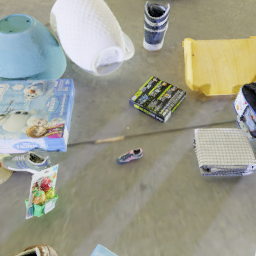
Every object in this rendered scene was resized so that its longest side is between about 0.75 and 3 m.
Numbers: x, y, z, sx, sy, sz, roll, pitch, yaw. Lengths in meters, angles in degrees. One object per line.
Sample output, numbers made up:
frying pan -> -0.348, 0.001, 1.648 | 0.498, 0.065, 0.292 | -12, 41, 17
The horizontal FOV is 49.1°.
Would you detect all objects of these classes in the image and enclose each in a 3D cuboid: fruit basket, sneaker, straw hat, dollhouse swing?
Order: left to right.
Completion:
sneaker -> -2.873, 3.156, 5.684 | 2.851, 1.077, 1.004 | -25, 56, -19
straw hat -> -3.857, 1.023, 7.719 | 1.264, 0.535, 1.264 | 0, 51, 0
sneaker -> -2.756, 0.866, 7.663 | 1.400, 0.629, 0.469 | 14, 31, 3
fruit basket -> -1.994, 1.506, 6.696 | 0.518, 1.105, 1.023 | 20, 12, 16
sneaker -> 0.033, 0.776, 8.035 | 0.818, 0.336, 0.287 | -20, 55, -15
sneaker -> 1.192, -4.691, 11.523 | 1.046, 1.620, 2.986 | 6, 52, 4
dollhouse swing -> 3.328, -2.366, 10.439 | 2.594, 2.281, 2.358 | -3, 93, -3

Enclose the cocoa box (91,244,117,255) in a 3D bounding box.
cocoa box -> -0.220, 3.287, 5.620 | 1.537, 1.008, 1.025 | 25, 56, 19

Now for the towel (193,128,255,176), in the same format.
towel -> 2.655, 0.706, 7.906 | 1.559, 0.667, 1.291 | -1, 54, -2

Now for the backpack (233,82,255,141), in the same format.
backpack -> 4.089, -0.541, 8.399 | 1.850, 1.425, 1.762 | -4, 57, -16

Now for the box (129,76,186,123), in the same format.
box -> 1.003, -1.000, 9.443 | 1.408, 0.346, 1.458 | 28, 57, 23

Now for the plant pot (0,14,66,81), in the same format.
plant pot -> -3.747, -2.890, 9.974 | 2.745, 1.849, 2.745 | 0, 52, 0

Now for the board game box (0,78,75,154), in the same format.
board game box -> -3.226, -0.459, 8.575 | 2.879, 0.627, 2.893 | -3, 43, -2

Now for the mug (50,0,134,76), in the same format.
mug -> -1.008, -3.276, 10.294 | 2.975, 2.196, 2.608 | -5, 54, -43
